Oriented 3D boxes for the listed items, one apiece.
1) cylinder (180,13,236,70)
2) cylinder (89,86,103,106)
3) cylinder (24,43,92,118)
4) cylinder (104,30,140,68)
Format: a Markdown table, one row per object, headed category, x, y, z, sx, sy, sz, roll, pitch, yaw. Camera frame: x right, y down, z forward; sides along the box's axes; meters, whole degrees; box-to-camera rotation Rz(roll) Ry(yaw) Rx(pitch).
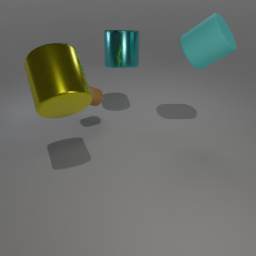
| category | x | y | z | sx | sy | sz | roll | pitch | yaw |
| --- | --- | --- | --- | --- | --- | --- | --- | --- | --- |
| cylinder | 2.777 | -2.964 | 9.727 | 1.400 | 1.400 | 1.400 | -28 | 13 | 36 |
| cylinder | -1.453 | -1.247 | 10.887 | 0.700 | 0.700 | 0.700 | 24 | 9 | 34 |
| cylinder | -1.760 | -1.152 | 7.073 | 1.400 | 1.400 | 1.400 | -13 | 73 | -21 |
| cylinder | -0.250 | -3.177 | 11.252 | 1.400 | 1.400 | 1.400 | 0 | 18 | 0 |
